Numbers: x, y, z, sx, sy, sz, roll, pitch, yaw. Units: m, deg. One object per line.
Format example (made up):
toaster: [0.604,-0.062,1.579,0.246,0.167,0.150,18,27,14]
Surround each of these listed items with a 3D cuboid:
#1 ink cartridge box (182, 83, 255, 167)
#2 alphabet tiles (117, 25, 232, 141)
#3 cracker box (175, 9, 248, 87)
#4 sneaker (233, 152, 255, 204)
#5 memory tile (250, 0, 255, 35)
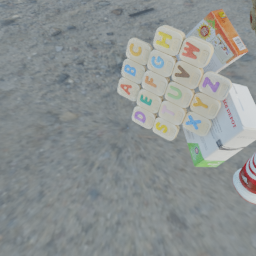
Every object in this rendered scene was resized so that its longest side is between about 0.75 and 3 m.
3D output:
ink cartridge box: [1.733,-0.017,5.285,0.593,1.412,1.027,6,56,-24]
alphabet tiles: [0.713,-0.720,5.076,1.988,2.032,0.148,30,40,17]
cracker box: [1.566,-1.548,5.782,0.422,1.463,0.980,-26,85,-34]
sneaker: [1.942,0.253,2.922,1.588,0.917,0.622,-20,56,-18]
memory tile: [3.619,-3.691,7.508,0.246,2.934,2.249,-5,44,14]
